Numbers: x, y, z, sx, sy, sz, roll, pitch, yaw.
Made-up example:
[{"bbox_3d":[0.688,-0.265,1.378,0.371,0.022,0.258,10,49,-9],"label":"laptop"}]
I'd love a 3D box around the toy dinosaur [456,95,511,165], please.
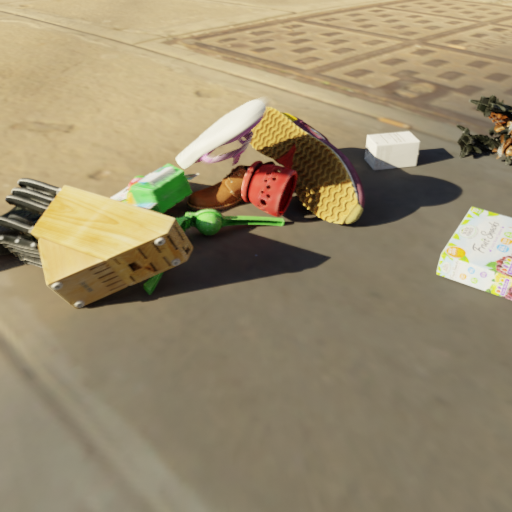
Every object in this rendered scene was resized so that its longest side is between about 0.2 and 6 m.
[{"bbox_3d":[5.919,-2.852,13.229,1.997,1.503,2.943,10,15,-11],"label":"toy dinosaur"}]

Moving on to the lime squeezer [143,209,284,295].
[{"bbox_3d":[-0.929,-0.412,10.032,3.125,0.589,1.104,-27,43,-35],"label":"lime squeezer"}]

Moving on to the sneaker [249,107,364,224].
[{"bbox_3d":[1.303,-1.892,11.545,1.531,1.273,3.398,3,41,-47],"label":"sneaker"}]

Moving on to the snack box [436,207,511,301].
[{"bbox_3d":[4.049,-0.096,9.627,1.309,0.488,1.841,20,40,26],"label":"snack box"}]

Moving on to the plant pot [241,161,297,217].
[{"bbox_3d":[0.223,-1.295,10.659,0.857,0.941,0.941,20,39,13],"label":"plant pot"}]

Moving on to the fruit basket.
[{"bbox_3d":[-2.177,-1.332,11.086,1.676,0.786,1.553,15,43,40],"label":"fruit basket"}]

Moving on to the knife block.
[{"bbox_3d":[-2.703,-0.562,8.976,2.815,0.901,2.472,-23,59,1],"label":"knife block"}]

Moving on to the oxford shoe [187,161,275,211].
[{"bbox_3d":[-0.490,-1.467,11.390,2.037,0.726,0.726,-21,43,-19],"label":"oxford shoe"}]

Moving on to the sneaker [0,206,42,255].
[{"bbox_3d":[-3.893,-0.592,10.181,1.750,0.669,1.002,-12,38,-14],"label":"sneaker"}]

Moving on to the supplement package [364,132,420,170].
[{"bbox_3d":[3.100,-2.408,12.816,1.041,0.631,0.624,-6,35,-9],"label":"supplement package"}]

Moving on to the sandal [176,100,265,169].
[{"bbox_3d":[-0.517,-2.034,10.083,1.248,0.754,3.067,-46,17,-17],"label":"sandal"}]
